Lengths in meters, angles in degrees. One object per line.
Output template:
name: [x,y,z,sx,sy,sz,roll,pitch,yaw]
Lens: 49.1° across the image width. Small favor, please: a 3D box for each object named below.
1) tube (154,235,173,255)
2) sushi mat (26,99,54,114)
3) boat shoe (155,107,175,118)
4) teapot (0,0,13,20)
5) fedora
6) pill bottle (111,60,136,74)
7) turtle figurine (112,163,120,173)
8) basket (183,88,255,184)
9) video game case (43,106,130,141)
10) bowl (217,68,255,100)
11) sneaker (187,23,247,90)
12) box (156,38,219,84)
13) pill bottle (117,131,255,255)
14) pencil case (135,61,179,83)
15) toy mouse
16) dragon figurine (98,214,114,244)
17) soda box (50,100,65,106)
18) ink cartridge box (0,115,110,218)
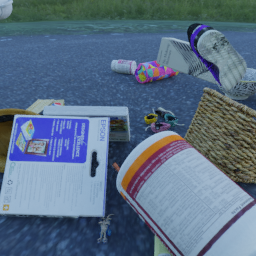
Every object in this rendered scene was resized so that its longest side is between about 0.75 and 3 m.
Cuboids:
tube: [0.764,2.211,5.314,0.450,0.503,1.733,-32,15,20]
sushi mat: [-3.706,-0.549,10.552,0.967,0.122,2.021,1,35,28]
boat shoe: [1.427,-0.521,10.891,0.304,0.338,0.939,-31,42,-25]
teapot: [-4.149,-3.813,8.850,0.896,0.907,0.663,20,41,-15]
fedora: [-3.186,0.485,7.723,2.496,1.018,2.496,9,39,-8]
pill bottle: [-0.255,-3.642,16.642,1.370,0.777,0.777,10,28,19]
turtle figurine: [1.097,1.023,6.825,2.591,0.835,2.090,24,29,16]
basket: [2.938,0.162,7.489,1.663,1.735,2.329,10,19,-28]
video game case: [-0.970,-0.049,7.970,2.028,0.255,2.832,1,-15,2]
bowl: [5.104,-1.988,12.930,2.361,1.108,2.361,-1,26,0]
sneaker: [1.811,-1.552,5.863,1.843,0.641,0.917,36,16,-44]
box: [2.191,-2.293,9.386,2.377,0.977,0.813,26,28,32]
pill bottle: [1.260,1.502,4.734,1.616,1.616,2.950,-21,51,-36]
pencil case: [1.620,-3.190,15.364,2.630,1.162,1.162,-21,33,-36]
toy mouse: [1.287,-0.138,10.075,1.516,0.330,1.706,12,29,23]
dragon figurine: [-0.462,2.064,5.747,0.229,0.388,0.780,2,7,8]
soda box: [-2.753,-0.593,10.809,0.526,0.497,1.553,-3,26,-7]
ink cartridge box: [-1.582,0.846,6.381,2.306,0.500,2.284,1,70,3]
